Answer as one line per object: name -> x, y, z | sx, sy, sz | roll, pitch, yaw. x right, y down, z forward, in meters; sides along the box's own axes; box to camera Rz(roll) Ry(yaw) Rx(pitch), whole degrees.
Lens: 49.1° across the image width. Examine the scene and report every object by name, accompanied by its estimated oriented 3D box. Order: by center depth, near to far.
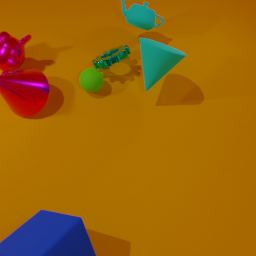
cube -> -1.602, 2.641, 5.640 | 1.315, 1.315, 1.315 | -4, 21, 36
cone -> -3.390, -1.214, 8.071 | 1.578, 1.584, 1.578 | -3, 82, 18
cone -> 0.769, -1.702, 8.200 | 1.415, 1.420, 1.415 | 17, 23, -8
ball -> -1.171, -1.534, 8.989 | 0.769, 0.769, 0.769 | 0, 62, 0
gear -> -0.548, -2.359, 9.284 | 1.292, 0.239, 1.292 | -20, 27, 11
monkey head -> -3.885, -2.463, 9.317 | 1.108, 1.322, 1.838 | 35, 101, 1
teapot -> 0.419, -3.835, 9.463 | 1.719, 0.842, 1.069 | 14, 19, -19
